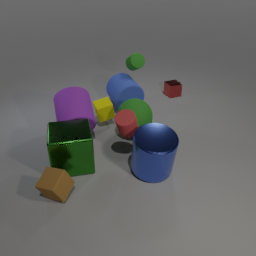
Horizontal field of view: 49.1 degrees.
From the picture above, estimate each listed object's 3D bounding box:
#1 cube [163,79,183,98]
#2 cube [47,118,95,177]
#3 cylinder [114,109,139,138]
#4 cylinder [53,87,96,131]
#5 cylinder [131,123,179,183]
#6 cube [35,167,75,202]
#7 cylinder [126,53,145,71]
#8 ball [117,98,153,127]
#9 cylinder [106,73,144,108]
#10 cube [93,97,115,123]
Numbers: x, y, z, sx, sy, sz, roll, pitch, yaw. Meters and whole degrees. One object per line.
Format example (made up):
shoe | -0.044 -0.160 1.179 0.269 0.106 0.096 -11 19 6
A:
cube | 2.337 -2.046 14.610 0.700 0.700 0.700 -13 33 -20
cube | -1.914 0.660 9.442 1.400 1.400 1.400 -7 32 -11
cylinder | -0.041 -0.146 9.329 0.700 0.700 0.700 -7 52 9
cylinder | -2.022 -0.603 10.588 1.400 1.400 1.400 -9 62 -14
cylinder | 0.829 0.791 9.004 1.400 1.400 1.400 2 42 -2
cube | -2.125 1.649 8.213 0.700 0.700 0.700 5 52 27
cylinder | 0.327 -3.050 12.927 0.700 0.700 0.700 -13 6 -20
ball | 0.257 -0.450 10.902 1.400 1.400 1.400 0 31 0
cylinder | -0.144 -1.673 13.175 1.400 1.400 1.400 -13 38 -20
cube | -1.014 -0.784 11.846 0.700 0.700 0.700 -19 40 -11
